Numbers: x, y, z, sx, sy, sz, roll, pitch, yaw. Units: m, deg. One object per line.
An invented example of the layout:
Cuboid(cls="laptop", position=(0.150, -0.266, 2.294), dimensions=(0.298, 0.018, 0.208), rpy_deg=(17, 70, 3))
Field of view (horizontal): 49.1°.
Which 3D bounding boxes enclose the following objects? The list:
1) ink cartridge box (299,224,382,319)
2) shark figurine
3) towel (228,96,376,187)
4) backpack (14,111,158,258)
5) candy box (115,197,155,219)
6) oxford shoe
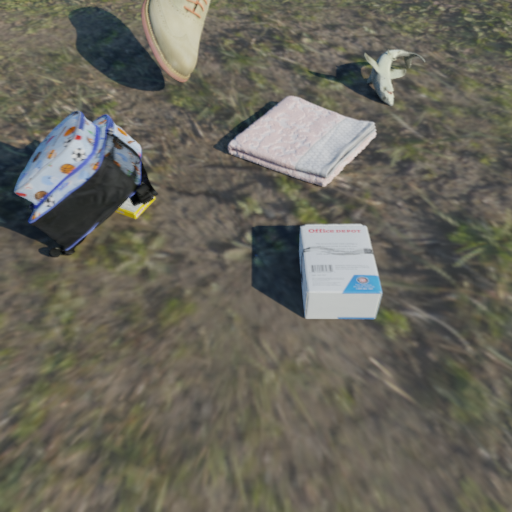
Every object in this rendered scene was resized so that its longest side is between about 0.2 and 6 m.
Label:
Cuboid(cls="ink cartridge box", position=(1.161, 0.208, 8.064), dimensions=(1.008, 0.582, 1.390), rpy_deg=(0, 43, 0))
Cuboid(cls="shark figurine", position=(2.914, -4.227, 12.745), dimensions=(1.185, 0.827, 1.983), rpy_deg=(41, 58, -6))
Cuboid(cls="towel", position=(0.933, -2.318, 10.914), dimensions=(2.169, 0.366, 2.271), rpy_deg=(24, 47, 24))
Cuboid(cls="backpack", position=(-2.652, -1.274, 8.660), dimensions=(2.011, 1.549, 1.915), rpy_deg=(-30, 29, 16))
Cuboid(cls="candy box", position=(-2.394, -1.022, 9.680), dimensions=(1.173, 0.155, 0.600), rpy_deg=(20, 52, 20))
Cuboid(cls="oxford shoe", position=(-1.590, -5.500, 12.079), dimensions=(1.338, 1.283, 3.625), rpy_deg=(-18, 69, 34))
